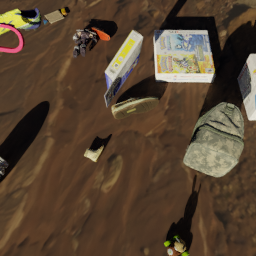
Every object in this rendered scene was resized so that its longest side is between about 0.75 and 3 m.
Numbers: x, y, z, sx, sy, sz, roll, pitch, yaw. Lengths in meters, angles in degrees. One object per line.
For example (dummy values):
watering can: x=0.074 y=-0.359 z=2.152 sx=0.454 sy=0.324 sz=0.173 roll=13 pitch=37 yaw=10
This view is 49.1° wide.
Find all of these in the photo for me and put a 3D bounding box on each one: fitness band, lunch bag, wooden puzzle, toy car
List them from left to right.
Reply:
fitness band: x=-3.598 y=-2.643 z=8.201 sx=1.144 sy=0.822 sz=0.214 roll=8 pitch=36 yaw=3
wooden puzzle: x=-3.861 y=-5.857 z=14.783 sx=1.358 sy=0.159 sz=0.916 roll=-24 pitch=58 yaw=-14
toy car: x=1.571 y=3.744 z=8.796 sx=0.644 sy=0.816 sz=0.671 roll=-25 pitch=63 yaw=-14
lunch bag: x=3.080 y=0.416 z=9.887 sx=1.642 sy=2.357 sz=1.977 roll=24 pitch=68 yaw=13

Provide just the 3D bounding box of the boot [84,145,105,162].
boot: x=-1.286 y=0.881 z=10.788 sx=0.584 sy=0.273 sz=0.751 roll=24 pitch=66 yaw=13

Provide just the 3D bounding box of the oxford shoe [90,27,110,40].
oxford shoe: x=-1.327 y=-4.783 z=13.997 sx=1.223 sy=0.435 sz=0.444 roll=32 pitch=59 yaw=17

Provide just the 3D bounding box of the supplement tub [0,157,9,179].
supplement tub: x=-5.077 y=1.679 z=9.848 sx=1.066 sy=1.066 sz=1.519 roll=23 pitch=62 yaw=13

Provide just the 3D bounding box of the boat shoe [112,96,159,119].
boat shoe: x=0.271 y=-1.030 z=11.691 sx=1.991 sy=0.713 sz=0.758 roll=-15 pitch=49 yaw=-9

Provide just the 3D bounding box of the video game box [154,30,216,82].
video game box: x=2.547 y=-3.404 z=13.060 sx=2.594 sy=0.667 sz=2.847 roll=-1 pitch=60 yaw=2

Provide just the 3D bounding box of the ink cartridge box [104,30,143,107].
ink cartridge box: x=-0.299 y=-1.815 z=9.151 sx=0.499 sy=2.098 sz=2.123 roll=35 pitch=84 yaw=1

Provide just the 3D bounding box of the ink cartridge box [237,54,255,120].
ink cartridge box: x=5.749 y=-1.693 z=11.482 sx=1.621 sy=1.628 sz=2.220 roll=-2 pitch=60 yaw=0

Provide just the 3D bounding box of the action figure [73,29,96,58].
action figure: x=-2.171 y=-4.184 z=13.574 sx=1.139 sy=0.607 sz=1.751 roll=5 pitch=56 yaw=11

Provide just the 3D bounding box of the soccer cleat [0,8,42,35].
soccer cleat: x=-4.001 y=-3.704 z=9.507 sx=2.109 sy=0.882 sz=0.682 roll=-18 pitch=70 yaw=-27
